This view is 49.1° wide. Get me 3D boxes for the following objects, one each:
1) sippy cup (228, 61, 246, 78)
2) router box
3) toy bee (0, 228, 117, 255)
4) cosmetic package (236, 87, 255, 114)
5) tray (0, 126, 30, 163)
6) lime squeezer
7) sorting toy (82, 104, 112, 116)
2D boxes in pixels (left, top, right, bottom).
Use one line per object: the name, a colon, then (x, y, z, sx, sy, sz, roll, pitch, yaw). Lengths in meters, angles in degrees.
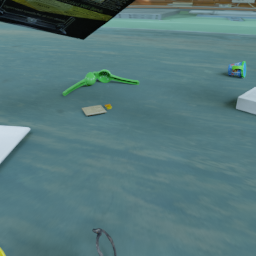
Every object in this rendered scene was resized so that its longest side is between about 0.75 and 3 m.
sippy cup: (4.444, -2.374, 11.438, 0.627, 0.856, 0.672, 4, 55, 32)
router box: (-1.432, -2.496, 4.830, 2.772, 0.724, 2.180, -1, -7, -40)
toy bee: (-0.995, 1.970, 2.869, 1.294, 2.380, 1.558, -24, 64, 10)
cosmetic package: (4.378, -0.708, 8.446, 1.712, 0.442, 1.291, 24, 38, 38)
tray: (-3.353, 0.738, 5.869, 1.567, 0.324, 2.918, 3, 28, 7)
lime squeezer: (-1.110, -1.698, 10.442, 2.911, 0.549, 1.028, -12, 61, -23)
sorting toy: (-0.899, -0.541, 8.508, 0.900, 0.121, 0.671, -11, 26, -20)
